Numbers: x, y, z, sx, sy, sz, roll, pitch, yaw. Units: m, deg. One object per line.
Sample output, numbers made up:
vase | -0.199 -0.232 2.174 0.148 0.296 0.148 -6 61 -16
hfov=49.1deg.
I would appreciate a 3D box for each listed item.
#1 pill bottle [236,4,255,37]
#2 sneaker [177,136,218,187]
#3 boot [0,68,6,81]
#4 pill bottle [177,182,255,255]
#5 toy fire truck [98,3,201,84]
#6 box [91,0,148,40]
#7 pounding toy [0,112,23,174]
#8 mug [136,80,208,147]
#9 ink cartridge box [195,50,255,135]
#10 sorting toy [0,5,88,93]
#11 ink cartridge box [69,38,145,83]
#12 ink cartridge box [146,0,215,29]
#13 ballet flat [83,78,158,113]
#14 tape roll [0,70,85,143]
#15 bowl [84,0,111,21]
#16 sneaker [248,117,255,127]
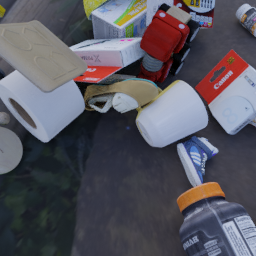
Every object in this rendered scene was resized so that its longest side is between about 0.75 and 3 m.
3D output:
pill bottle | 4.818 -4.175 10.827 0.747 0.747 1.284 -22 60 -14
sneaker | 2.041 0.870 7.586 1.052 0.579 1.437 -15 52 -5
boot | -5.001 -0.896 8.624 1.878 0.748 2.279 -3 51 12
pill bottle | 2.075 2.667 5.803 1.586 1.586 2.985 -15 57 -10
toy fire truck | 0.542 -2.109 8.402 1.736 2.375 2.698 35 64 9
box | 0.126 -3.895 10.194 1.349 1.497 2.662 36 62 21
pounding toy | -3.720 0.473 7.696 1.269 0.763 1.643 -17 93 -46
mug | 1.058 -0.294 8.052 1.602 1.952 1.563 -32 105 -10
ink cartridge box | 3.068 -1.125 8.330 0.499 1.689 2.110 7 43 -49
sorting toy | -2.216 -1.836 6.005 2.549 0.341 1.899 41 29 -5
ink cartridge box | -1.138 -2.171 8.692 2.658 0.579 2.307 12 36 38
ink cartridge box | 1.870 -4.639 9.516 1.115 2.334 2.659 15 23 41
ballet flat | -0.323 -0.798 8.041 2.771 0.951 0.873 3 59 47
tape roll | -2.408 -0.806 7.821 2.049 2.049 1.407 34 63 20
bowl | -0.580 -5.258 10.200 2.711 2.711 1.459 -30 100 -18
sneaker | 3.943 -0.423 8.261 0.735 0.884 1.961 -38 64 -22
